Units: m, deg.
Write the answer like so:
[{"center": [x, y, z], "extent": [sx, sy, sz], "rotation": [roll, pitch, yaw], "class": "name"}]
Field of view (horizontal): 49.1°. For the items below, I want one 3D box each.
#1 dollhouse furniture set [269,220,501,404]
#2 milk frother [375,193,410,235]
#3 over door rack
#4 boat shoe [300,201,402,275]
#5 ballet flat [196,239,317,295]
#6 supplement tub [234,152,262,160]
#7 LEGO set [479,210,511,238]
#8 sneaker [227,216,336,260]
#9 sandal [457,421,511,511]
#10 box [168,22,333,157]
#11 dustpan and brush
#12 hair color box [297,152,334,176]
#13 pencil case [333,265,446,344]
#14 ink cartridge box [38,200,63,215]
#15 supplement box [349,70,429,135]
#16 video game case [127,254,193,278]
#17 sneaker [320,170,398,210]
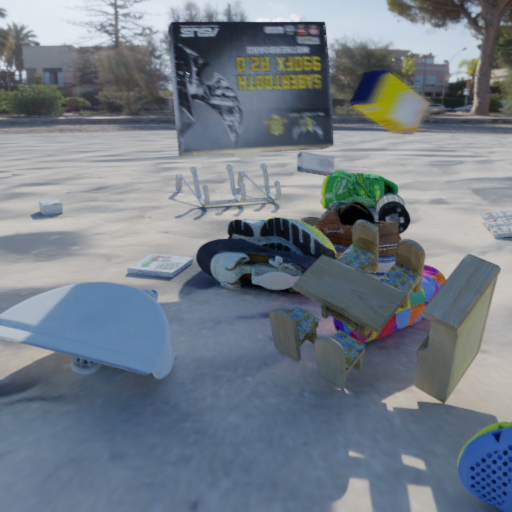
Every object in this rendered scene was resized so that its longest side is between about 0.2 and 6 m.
[{"center": [1.398, 0.455, 6.201], "extent": [2.061, 1.369, 1.806], "rotation": [27, 55, 32], "class": "dollhouse furniture set"}, {"center": [2.697, -0.782, 12.234], "extent": [1.141, 1.029, 1.073], "rotation": [8, 20, 6], "class": "milk frother"}, {"center": [-0.990, -2.362, 17.527], "extent": [2.486, 1.121, 3.365], "rotation": [-6, 17, -21], "class": "over door rack"}, {"center": [1.871, -0.537, 11.240], "extent": [1.087, 1.089, 3.010], "rotation": [-10, 19, -31], "class": "boat shoe"}, {"center": [-0.057, 0.215, 9.247], "extent": [2.388, 0.872, 0.872], "rotation": [9, 18, 21], "class": "ballet flat"}, {"center": [-0.261, -3.059, 13.780], "extent": [0.857, 1.187, 0.857], "rotation": [-6, -27, -3], "class": "supplement tub"}, {"center": [6.844, -0.720, 13.371], "extent": [2.566, 0.630, 1.917], "rotation": [-6, 18, 13], "class": "LEGO set"}, {"center": [0.639, -0.293, 10.503], "extent": [1.247, 1.080, 2.762], "rotation": [-8, 18, -34], "class": "sneaker"}, {"center": [2.465, 1.781, 3.924], "extent": [2.049, 0.814, 0.892], "rotation": [7, 22, 29], "class": "sandal"}, {"center": [-0.107, -3.519, 11.861], "extent": [3.322, 2.631, 0.803], "rotation": [-5, 4, -12], "class": "box"}, {"center": [-1.845, 0.830, 7.419], "extent": [2.102, 0.862, 3.012], "rotation": [12, 24, 6], "class": "dustpan and brush"}, {"center": [1.547, -2.389, 14.593], "extent": [0.944, 0.472, 0.286], "rotation": [6, -12, -18], "class": "hair color box"}, {"center": [1.870, 0.636, 7.810], "extent": [1.876, 0.829, 0.829], "rotation": [-10, 19, -36], "class": "pencil case"}, {"center": [-5.660, -1.340, 15.426], "extent": [0.516, 0.299, 0.713], "rotation": [-9, 18, -28], "class": "ink cartridge box"}, {"center": [1.854, -2.128, 7.809], "extent": [0.905, 0.493, 0.496], "rotation": [26, 2, -27], "class": "supplement box"}, {"center": [-1.792, 0.174, 10.551], "extent": [0.910, 0.118, 0.999], "rotation": [5, 16, 15], "class": "video game case"}, {"center": [2.965, -1.915, 15.962], "extent": [2.988, 1.107, 1.249], "rotation": [-14, 17, -40], "class": "sneaker"}]
